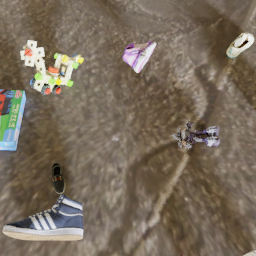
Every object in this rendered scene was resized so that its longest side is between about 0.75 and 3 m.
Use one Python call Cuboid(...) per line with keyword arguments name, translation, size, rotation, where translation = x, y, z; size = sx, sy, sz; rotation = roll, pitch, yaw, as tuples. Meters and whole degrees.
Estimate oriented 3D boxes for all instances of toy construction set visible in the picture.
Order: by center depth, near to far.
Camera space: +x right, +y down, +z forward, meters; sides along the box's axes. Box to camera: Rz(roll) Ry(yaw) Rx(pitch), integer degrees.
Cuboid(name="toy construction set", translation=(-2.304, -1.802, 8.554), size=(1.013, 2.199, 1.442), rotation=(33, 103, 21))

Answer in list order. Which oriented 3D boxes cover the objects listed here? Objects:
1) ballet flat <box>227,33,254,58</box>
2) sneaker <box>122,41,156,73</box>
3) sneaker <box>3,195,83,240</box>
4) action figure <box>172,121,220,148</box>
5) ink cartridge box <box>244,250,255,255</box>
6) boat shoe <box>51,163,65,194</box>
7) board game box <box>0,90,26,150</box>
Cuboid(name="ballet flat", translation=(4.253, -3.195, 10.379), size=(0.571, 0.528, 1.693), rotation=(33, 60, 21))
Cuboid(name="sneaker", translation=(0.344, -2.487, 9.114), size=(0.799, 0.727, 1.807), rotation=(29, 38, 2))
Cuboid(name="sneaker", translation=(-1.896, 2.056, 6.485), size=(1.759, 0.616, 0.954), rotation=(4, 59, -6))
Cuboid(name="action figure", translation=(1.900, 0.211, 7.962), size=(1.320, 0.458, 0.859), rotation=(0, 60, 4))
Cuboid(name="ink cartridge box", translation=(2.831, 3.304, 5.111), size=(1.436, 0.811, 1.956), rotation=(11, 45, -36))
Cuboid(name="boat shoe", translation=(-1.831, 1.302, 7.281), size=(0.303, 0.259, 0.828), rotation=(-12, 56, -9))
Cuboid(name="board game box", translation=(-4.482, -0.305, 8.123), size=(2.604, 0.476, 1.969), rotation=(1, 54, -8))
